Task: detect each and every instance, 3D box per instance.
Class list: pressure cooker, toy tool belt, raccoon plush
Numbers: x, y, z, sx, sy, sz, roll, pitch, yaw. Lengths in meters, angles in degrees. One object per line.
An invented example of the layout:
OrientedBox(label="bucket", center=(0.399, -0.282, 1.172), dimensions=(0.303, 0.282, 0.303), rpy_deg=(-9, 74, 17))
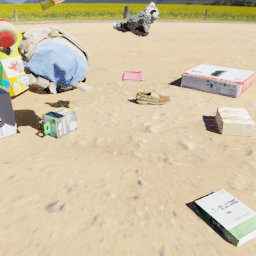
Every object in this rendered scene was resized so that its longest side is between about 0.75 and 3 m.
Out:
OrientedBox(label="pressure cooker", center=(-2.876, -2.802, 12.715), dimensions=(2.305, 2.059, 2.027), rpy_deg=(-18, 40, -27))
OrientedBox(label="toy tool belt", center=(-2.020, -1.659, 6.912), dimensions=(2.497, 1.559, 1.534), rpy_deg=(12, 41, -48))
OrientedBox(label="raccoon plush", center=(0.246, -3.060, 7.681), dimensions=(1.252, 0.606, 0.839), rpy_deg=(20, 71, 18))

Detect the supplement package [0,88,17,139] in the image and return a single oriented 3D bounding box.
OrientedBox(label="supplement package", center=(-4.888, -0.596, 9.046), dimensions=(2.378, 1.424, 1.442), rpy_deg=(23, 35, 39))

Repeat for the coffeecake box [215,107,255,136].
OrientedBox(label="coffeecake box", center=(3.558, -0.233, 9.409), dimensions=(0.979, 0.466, 1.275), rpy_deg=(3, 26, 6))

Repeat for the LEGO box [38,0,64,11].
OrientedBox(label="LEGO box", center=(-3.117, -5.211, 10.958), dimensions=(0.458, 0.883, 1.186), rpy_deg=(-38, 28, -29))

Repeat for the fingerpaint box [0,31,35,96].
OrientedBox(label="fingerpaint box", center=(-5.051, -2.898, 12.521), dimensions=(1.033, 2.350, 2.817), rpy_deg=(-9, 24, 19))

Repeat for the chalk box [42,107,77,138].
OrientedBox(label="chalk box", center=(-2.277, -0.144, 8.985), dimensions=(0.683, 0.687, 1.104), rpy_deg=(18, 30, 33))

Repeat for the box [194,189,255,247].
OrientedBox(label="box", center=(2.057, 1.766, 5.672), dimensions=(0.857, 0.216, 1.187), rpy_deg=(-14, 28, -26))

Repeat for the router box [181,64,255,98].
OrientedBox(label="router box", center=(4.298, -2.331, 13.410), dimensions=(2.727, 0.666, 2.447), rpy_deg=(18, 31, 32))

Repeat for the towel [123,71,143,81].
OrientedBox(label="towel", center=(0.274, -2.747, 14.839), dimensions=(1.057, 0.164, 1.462), rpy_deg=(0, 27, 1))

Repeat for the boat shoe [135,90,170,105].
OrientedBox(label="boat shoe", center=(1.015, -1.257, 11.409), dimensions=(1.419, 0.524, 0.537), rpy_deg=(-2, 26, -3))
